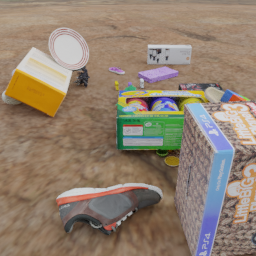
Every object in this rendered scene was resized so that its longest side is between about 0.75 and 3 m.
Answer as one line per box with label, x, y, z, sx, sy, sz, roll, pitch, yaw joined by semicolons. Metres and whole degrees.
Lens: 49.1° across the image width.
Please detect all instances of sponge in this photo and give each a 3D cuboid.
sponge;1.369;-2.419;12.608;1.618;0.241;0.902;-19;35;-28

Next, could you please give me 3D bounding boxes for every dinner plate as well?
dinner plate;-2.319;-3.090;11.002;1.701;1.701;0.206;-26;6;-36

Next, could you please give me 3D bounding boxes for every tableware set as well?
tableware set;1.411;0.772;7.259;0.905;0.206;1.343;-21;37;-30

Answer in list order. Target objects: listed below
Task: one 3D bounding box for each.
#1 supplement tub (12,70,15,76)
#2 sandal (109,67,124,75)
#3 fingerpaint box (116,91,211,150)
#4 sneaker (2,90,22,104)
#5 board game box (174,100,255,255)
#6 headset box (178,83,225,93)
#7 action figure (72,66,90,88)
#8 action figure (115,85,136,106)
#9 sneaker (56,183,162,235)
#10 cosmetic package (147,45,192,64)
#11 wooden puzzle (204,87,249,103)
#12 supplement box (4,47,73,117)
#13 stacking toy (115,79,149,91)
supplement tub;-4.548;-2.142;11.827;0.568;0.568;0.861;-15;34;-24
sandal;-0.514;-2.754;13.172;0.404;0.244;0.993;-26;39;-36
fingerpaint box;1.060;-0.330;8.144;2.739;1.005;2.285;0;25;1
sneaker;-4.138;-1.377;10.464;0.764;0.677;1.807;16;24;18
board game box;2.509;0.851;4.984;2.971;2.369;1.439;-4;31;-5
headset box;2.546;-1.109;10.016;1.654;0.620;1.229;-1;31;-1
action figure;-1.979;-2.175;11.620;0.741;0.863;1.452;-6;28;-9
action figure;0.038;-1.181;10.198;0.745;0.345;1.262;0;44;15
sneaker;-0.293;1.636;5.506;2.146;0.827;0.879;-2;63;-18
cosmetic package;2.070;-3.693;14.149;2.154;0.889;0.545;0;33;1
wooden puzzle;3.630;-0.110;7.305;2.650;0.662;2.861;20;27;-20
supplement box;-3.050;-1.712;9.992;1.723;1.005;2.734;27;24;-19
stacking toy;0.151;-1.453;10.924;1.169;0.364;1.551;-7;33;-8
